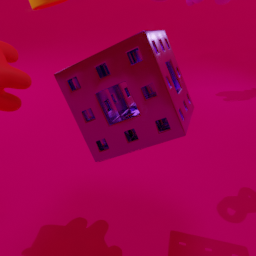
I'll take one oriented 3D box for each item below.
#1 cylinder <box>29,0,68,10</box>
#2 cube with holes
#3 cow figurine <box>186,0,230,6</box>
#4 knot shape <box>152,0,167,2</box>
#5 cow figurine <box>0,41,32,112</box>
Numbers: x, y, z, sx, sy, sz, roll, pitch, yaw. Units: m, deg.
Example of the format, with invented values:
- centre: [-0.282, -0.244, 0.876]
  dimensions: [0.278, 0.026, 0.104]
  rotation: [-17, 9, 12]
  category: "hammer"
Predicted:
- centre: [-2.773, -4.785, 9.269]
  dimensions: [1.341, 1.341, 1.341]
  rotation: [-15, 22, 6]
  category: "cylinder"
- centre: [0.048, -0.436, 3.502]
  dimensions: [1.132, 1.132, 1.132]
  rotation: [-19, 12, 23]
  category: "cube with holes"
- centre: [2.565, -4.630, 8.897]
  dimensions: [1.705, 1.733, 0.951]
  rotation: [-37, 20, -2]
  category: "cow figurine"
- centre: [0.433, -2.498, 4.313]
  dimensions: [1.128, 1.055, 0.521]
  rotation: [-46, 24, -21]
  category: "knot shape"
- centre: [-2.251, -0.921, 3.701]
  dimensions: [1.561, 0.871, 1.586]
  rotation: [11, 31, -45]
  category: "cow figurine"
